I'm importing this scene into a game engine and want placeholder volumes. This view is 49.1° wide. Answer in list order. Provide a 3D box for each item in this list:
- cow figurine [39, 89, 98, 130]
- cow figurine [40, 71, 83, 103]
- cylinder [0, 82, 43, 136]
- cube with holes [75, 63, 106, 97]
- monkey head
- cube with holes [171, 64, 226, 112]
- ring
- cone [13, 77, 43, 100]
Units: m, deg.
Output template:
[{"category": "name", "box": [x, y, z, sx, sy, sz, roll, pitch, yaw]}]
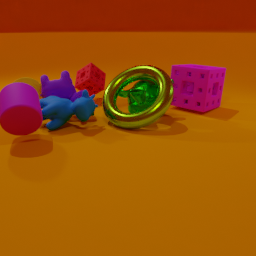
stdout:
[{"category": "cow figurine", "box": [-1.628, -0.536, 7.402, 1.435, 0.801, 1.458, -31, 37, -26]}, {"category": "cow figurine", "box": [-1.832, -0.939, 8.114, 1.387, 1.365, 0.761, -11, -18, -4]}, {"category": "cylinder", "box": [-2.451, -0.433, 6.380, 0.888, 0.888, 0.888, -8, 44, -19]}, {"category": "cube with holes", "box": [-1.311, -1.669, 9.806, 0.734, 0.734, 0.734, -23, -39, 34]}, {"category": "monkey head", "box": [0.437, -1.010, 8.050, 1.764, 1.269, 1.063, -11, 57, 17]}, {"category": "cube with holes", "box": [2.192, -1.323, 8.931, 1.247, 1.247, 1.247, 17, 22, 37]}, {"category": "ring", "box": [0.241, -0.876, 7.590, 2.027, 0.405, 2.027, -11, 56, 17]}, {"category": "cone", "box": [-3.281, -1.051, 8.905, 1.084, 1.084, 1.088, -10, 13, -26]}]
